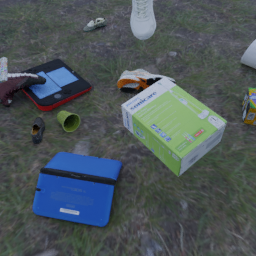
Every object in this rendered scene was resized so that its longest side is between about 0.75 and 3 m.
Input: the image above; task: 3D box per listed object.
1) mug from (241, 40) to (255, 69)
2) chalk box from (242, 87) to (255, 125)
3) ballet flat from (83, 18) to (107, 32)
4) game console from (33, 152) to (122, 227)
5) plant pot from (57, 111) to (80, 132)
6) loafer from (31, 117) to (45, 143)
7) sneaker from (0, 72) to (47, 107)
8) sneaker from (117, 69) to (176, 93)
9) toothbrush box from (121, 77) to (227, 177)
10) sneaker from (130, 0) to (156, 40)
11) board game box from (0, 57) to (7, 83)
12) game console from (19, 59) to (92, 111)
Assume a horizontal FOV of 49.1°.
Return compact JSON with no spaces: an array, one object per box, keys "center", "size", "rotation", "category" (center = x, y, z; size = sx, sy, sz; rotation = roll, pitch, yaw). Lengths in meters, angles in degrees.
[{"center":[6.689,-3.588,13.918],"size":[1.362,1.328,1.659],"rotation":[40,68,20],"category":"mug"},{"center":[5.445,-1.004,11.789],"size":[0.996,1.003,1.607],"rotation":[10,51,9],"category":"chalk box"},{"center":[-1.977,-6.230,16.711],"size":[1.576,0.502,0.531],"rotation":[-25,53,-20],"category":"ballet flat"},{"center":[-1.640,1.995,9.667],"size":[2.544,1.505,2.172],"rotation":[8,80,7],"category":"game console"},{"center":[-2.504,-0.345,11.457],"size":[0.815,0.815,0.774],"rotation":[-35,45,-27],"category":"plant pot"},{"center":[-3.631,-0.013,11.271],"size":[0.473,0.469,1.298],"rotation":[-8,48,-6],"category":"loafer"},{"center":[-4.895,-1.635,12.322],"size":[2.590,0.980,1.496],"rotation":[3,86,5],"category":"sneaker"},{"center":[0.889,-2.299,12.984],"size":[2.657,1.006,1.222],"rotation":[5,45,3],"category":"sneaker"},{"center":[1.304,-0.132,8.427],"size":[1.839,1.087,2.525],"rotation":[-35,59,-20],"category":"toothbrush box"},{"center":[0.543,-5.190,11.734],"size":[1.143,1.458,2.935],"rotation":[-4,78,11],"category":"sneaker"},{"center":[-4.667,-2.107,10.299],"size":[0.578,0.147,0.859],"rotation":[-10,80,34],"category":"board game box"},{"center":[-3.577,-2.140,13.155],"size":[2.642,0.464,2.987],"rotation":[-33,57,-25],"category":"game console"}]
